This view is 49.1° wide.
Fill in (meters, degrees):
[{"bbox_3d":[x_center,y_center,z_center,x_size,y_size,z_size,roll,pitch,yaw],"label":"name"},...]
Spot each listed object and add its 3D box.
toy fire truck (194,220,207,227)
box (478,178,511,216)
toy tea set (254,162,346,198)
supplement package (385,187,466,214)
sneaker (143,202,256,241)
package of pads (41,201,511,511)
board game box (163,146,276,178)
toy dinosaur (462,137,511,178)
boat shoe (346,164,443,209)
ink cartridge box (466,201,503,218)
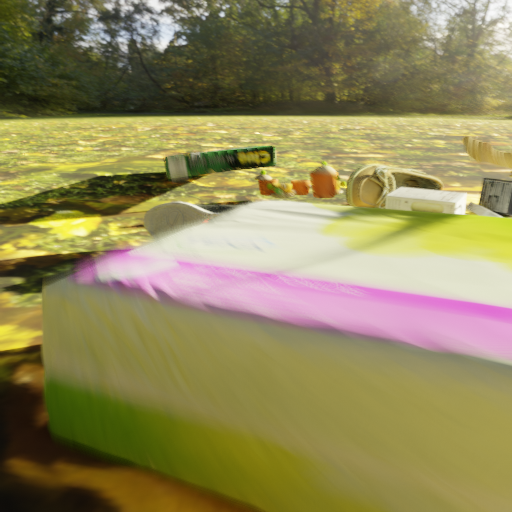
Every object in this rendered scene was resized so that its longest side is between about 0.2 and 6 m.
[{"bbox_3d":[-0.437,-0.255,8.732,1.044,0.736,0.255,-13,19,22],"label":"toy fire truck"},{"bbox_3d":[5.258,-1.283,12.087,0.447,0.725,0.720,0,13,-44],"label":"box"},{"bbox_3d":[0.996,-1.802,13.091,2.167,0.802,1.289,1,12,10],"label":"toy tea set"},{"bbox_3d":[2.954,-0.652,9.836,1.184,0.899,0.892,10,20,28],"label":"supplement package"},{"bbox_3d":[-0.734,-0.540,9.855,2.347,0.830,1.164,3,8,16],"label":"sneaker"},{"bbox_3d":[1.063,0.618,4.667,4.480,1.528,3.461,9,19,26],"label":"package of pads"},{"bbox_3d":[-1.136,-2.690,15.639,2.683,0.601,5.121,-5,11,-5],"label":"board game box"},{"bbox_3d":[3.752,-1.135,6.654,1.344,0.773,2.657,13,-5,-34],"label":"toy dinosaur"},{"bbox_3d":[3.137,-1.557,12.719,2.735,0.998,0.860,-5,12,-40],"label":"boat shoe"},{"bbox_3d":[4.854,-0.808,11.549,0.779,0.198,0.884,25,15,-8],"label":"ink cartridge box"}]
